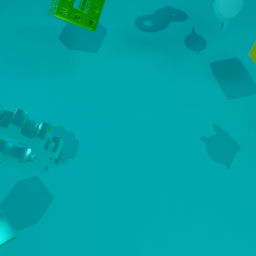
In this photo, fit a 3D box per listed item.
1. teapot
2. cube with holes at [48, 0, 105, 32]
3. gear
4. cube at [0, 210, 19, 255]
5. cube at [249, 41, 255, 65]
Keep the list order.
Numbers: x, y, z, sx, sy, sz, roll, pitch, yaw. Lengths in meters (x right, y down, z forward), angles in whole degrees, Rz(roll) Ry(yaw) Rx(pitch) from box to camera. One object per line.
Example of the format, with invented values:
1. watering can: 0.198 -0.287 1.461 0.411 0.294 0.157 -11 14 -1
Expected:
1. teapot: 2.635 -3.276 7.463 0.807 1.297 0.635 3 19 0
2. cube with holes: -1.446 -3.543 7.919 1.170 1.170 1.170 12 16 -30
3. gear: -1.998 0.243 4.865 1.712 1.712 0.317 9 55 5
4. cube: -2.344 1.738 4.232 0.836 0.836 0.836 44 30 19
5. cube: 3.699 -1.805 6.425 1.084 1.084 1.084 -13 60 -11
